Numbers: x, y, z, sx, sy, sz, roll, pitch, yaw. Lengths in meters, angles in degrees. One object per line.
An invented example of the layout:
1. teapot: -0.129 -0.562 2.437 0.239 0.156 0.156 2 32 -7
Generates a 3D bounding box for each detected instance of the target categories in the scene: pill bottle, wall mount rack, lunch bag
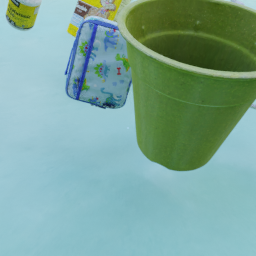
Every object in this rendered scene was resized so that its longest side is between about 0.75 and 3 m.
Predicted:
1. pill bottle: -2.928 -3.582 7.952 0.844 1.516 0.844 16 55 -24
2. wall mount rack: 2.598 -1.532 6.248 1.100 2.950 2.563 -13 42 -8
3. lunch bag: -0.603 -1.467 6.522 1.569 1.952 0.805 15 26 -13

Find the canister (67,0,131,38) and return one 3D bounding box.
1. canister: -0.923 -4.317 9.907 2.055 2.767 1.197 38 20 35

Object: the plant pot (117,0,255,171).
1. plant pot: 1.092 -0.609 5.008 2.673 2.539 2.673 3 44 -3
